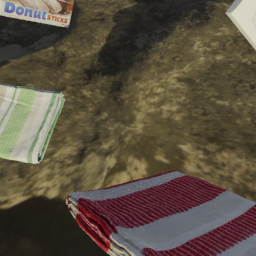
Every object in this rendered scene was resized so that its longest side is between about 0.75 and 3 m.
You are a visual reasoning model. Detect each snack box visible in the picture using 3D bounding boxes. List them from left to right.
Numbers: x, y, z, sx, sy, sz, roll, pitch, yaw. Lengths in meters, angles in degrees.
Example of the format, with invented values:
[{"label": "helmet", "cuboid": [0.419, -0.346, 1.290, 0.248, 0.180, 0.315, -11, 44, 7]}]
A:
[{"label": "snack box", "cuboid": [-2.487, -3.397, 7.754, 0.292, 0.864, 2.405, 31, 25, 24]}]

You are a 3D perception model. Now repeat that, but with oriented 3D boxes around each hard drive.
[{"label": "hard drive", "cuboid": [3.136, -2.278, 5.878, 1.376, 2.086, 0.278, -51, 30, 11]}]

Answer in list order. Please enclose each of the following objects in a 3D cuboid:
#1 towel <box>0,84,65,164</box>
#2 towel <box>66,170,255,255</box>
[{"label": "towel", "cuboid": [-2.547, -0.208, 5.819, 2.159, 0.331, 1.611, 10, 67, 13]}, {"label": "towel", "cuboid": [0.700, 0.876, 2.426, 1.703, 0.269, 2.364, -5, 14, -36]}]
